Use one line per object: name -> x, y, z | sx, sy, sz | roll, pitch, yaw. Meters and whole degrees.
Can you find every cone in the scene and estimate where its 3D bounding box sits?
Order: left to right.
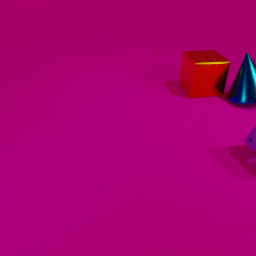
cone -> 4.094, -1.840, 9.541 | 1.537, 1.542, 1.537 | -12, 25, 6

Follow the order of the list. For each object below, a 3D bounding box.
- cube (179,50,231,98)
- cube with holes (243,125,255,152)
cube -> 2.755, -2.015, 10.301 | 1.308, 1.308, 1.308 | -5, 34, -9
cube with holes -> 3.682, 0.326, 6.914 | 0.909, 0.909, 0.909 | 17, 24, -32
